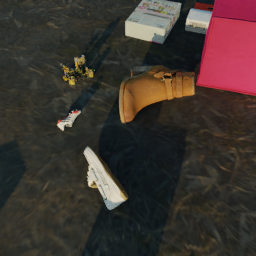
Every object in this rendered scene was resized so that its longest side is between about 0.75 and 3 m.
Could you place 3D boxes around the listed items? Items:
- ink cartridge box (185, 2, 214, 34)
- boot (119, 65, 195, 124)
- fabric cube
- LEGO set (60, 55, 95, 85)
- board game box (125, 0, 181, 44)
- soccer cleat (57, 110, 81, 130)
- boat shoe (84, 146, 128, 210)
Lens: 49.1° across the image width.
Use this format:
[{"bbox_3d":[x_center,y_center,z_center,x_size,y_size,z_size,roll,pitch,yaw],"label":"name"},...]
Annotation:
[{"bbox_3d":[3.781,-4.994,12.311,2.030,0.599,2.536,15,53,12],"label":"ink cartridge box"},{"bbox_3d":[0.967,-1.063,8.789,2.166,1.070,2.790,8,37,14],"label":"boot"},{"bbox_3d":[3.980,-2.993,9.323,2.659,2.711,2.702,13,54,9],"label":"fabric cube"},{"bbox_3d":[-1.785,-2.104,9.891,1.126,0.652,0.866,-21,53,-16],"label":"LEGO set"},{"bbox_3d":[1.105,-4.652,11.948,1.698,0.740,2.301,19,54,14],"label":"board game box"},{"bbox_3d":[-1.765,-0.246,8.608,0.845,0.290,0.360,-34,83,-22],"label":"soccer cleat"},{"bbox_3d":[-0.758,1.237,7.136,0.657,0.671,1.896,-40,51,-1],"label":"boat shoe"}]
